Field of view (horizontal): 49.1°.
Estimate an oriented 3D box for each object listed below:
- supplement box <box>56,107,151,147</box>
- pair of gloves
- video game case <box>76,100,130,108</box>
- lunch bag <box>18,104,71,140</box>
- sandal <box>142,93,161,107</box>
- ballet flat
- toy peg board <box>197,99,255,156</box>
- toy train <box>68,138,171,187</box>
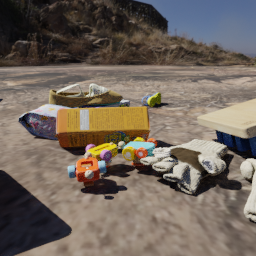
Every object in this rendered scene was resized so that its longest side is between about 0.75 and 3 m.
[{"bbox_3d":[-0.581,-0.025,6.793,2.181,0.726,0.750,-4,59,-7],"label":"supplement box"},{"bbox_3d":[1.949,0.699,5.034,2.850,0.500,2.423,14,20,38],"label":"pair of gloves"},{"bbox_3d":[-1.155,-0.838,10.774,1.857,0.422,1.684,13,20,40],"label":"video game case"},{"bbox_3d":[-2.228,-0.204,7.830,1.246,0.792,1.057,14,19,10],"label":"lunch bag"},{"bbox_3d":[1.045,-1.259,12.231,0.578,0.528,1.327,4,14,31],"label":"sandal"},{"bbox_3d":[-1.484,-1.155,9.891,2.624,0.827,0.901,-9,21,-9],"label":"ballet flat"},{"bbox_3d":[3.230,0.048,6.420,2.359,1.159,2.369,-18,9,-5],"label":"toy peg board"},{"bbox_3d":[-0.177,0.661,5.195,1.828,0.508,1.373,-9,17,-12],"label":"toy train"}]
